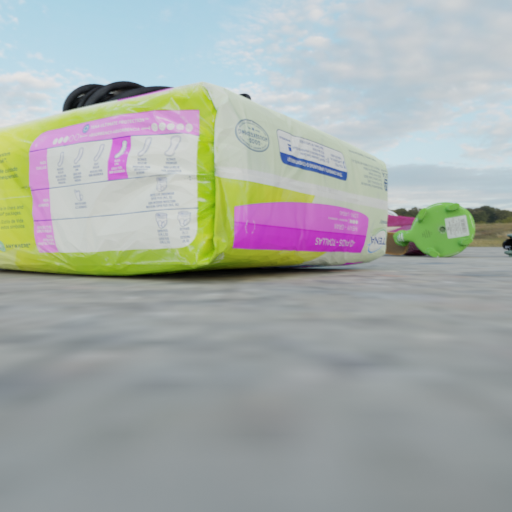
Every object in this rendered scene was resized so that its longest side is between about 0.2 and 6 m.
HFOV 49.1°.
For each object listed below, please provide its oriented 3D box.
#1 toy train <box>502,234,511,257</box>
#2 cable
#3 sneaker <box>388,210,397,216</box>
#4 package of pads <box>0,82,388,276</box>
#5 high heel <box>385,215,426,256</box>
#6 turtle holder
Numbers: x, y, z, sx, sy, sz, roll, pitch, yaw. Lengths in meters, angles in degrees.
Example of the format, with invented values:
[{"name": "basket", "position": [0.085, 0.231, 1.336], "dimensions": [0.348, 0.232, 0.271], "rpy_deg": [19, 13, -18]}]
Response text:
[{"name": "toy train", "position": [3.880, -0.128, 7.835], "dimensions": [0.500, 0.374, 0.878], "rpy_deg": [13, -5, -16]}, {"name": "cable", "position": [-0.614, -0.943, 3.585], "dimensions": [1.222, 0.310, 0.997], "rpy_deg": [0, 0, 28]}, {"name": "sneaker", "position": [1.970, -0.506, 13.396], "dimensions": [3.089, 1.128, 1.094], "rpy_deg": [-7, 14, 2]}, {"name": "package of pads", "position": [-0.706, -0.334, 3.798], "dimensions": [2.624, 0.895, 2.027], "rpy_deg": [0, -1, 35]}, {"name": "high heel", "position": [2.110, -0.444, 9.561], "dimensions": [1.120, 0.786, 2.335], "rpy_deg": [-10, 11, -32]}, {"name": "turtle holder", "position": [2.583, -0.300, 8.006], "dimensions": [1.046, 0.795, 0.743], "rpy_deg": [-41, -11, 15]}]
